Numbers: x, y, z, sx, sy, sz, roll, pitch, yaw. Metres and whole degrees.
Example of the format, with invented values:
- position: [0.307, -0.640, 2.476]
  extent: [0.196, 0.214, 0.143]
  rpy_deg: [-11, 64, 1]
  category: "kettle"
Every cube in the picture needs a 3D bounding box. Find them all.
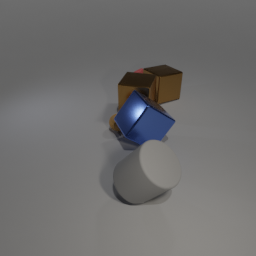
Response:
- position: [0.578, -0.289, 10.291]
  extent: [1.400, 1.400, 1.400]
  rpy_deg: [27, 17, -33]
  category: "cube"
- position: [1.668, -2.198, 13.856]
  extent: [1.400, 1.400, 1.400]
  rpy_deg: [-16, 34, -27]
  category: "cube"
- position: [0.423, -1.527, 12.396]
  extent: [1.400, 1.400, 1.400]
  rpy_deg: [9, 35, 14]
  category: "cube"

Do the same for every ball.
- position: [-0.412, -0.229, 11.246]
  extent: [0.700, 0.700, 0.700]
  rpy_deg: [0, 31, 0]
  category: "ball"

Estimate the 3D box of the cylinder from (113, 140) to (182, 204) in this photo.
- position: [0.517, 1.242, 7.811]
  extent: [1.400, 1.400, 1.400]
  rpy_deg: [20, 51, -26]
  category: "cylinder"

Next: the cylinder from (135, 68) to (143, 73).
- position: [0.625, -2.685, 14.783]
  extent: [0.700, 0.700, 0.700]
  rpy_deg: [-27, 18, 9]
  category: "cylinder"
